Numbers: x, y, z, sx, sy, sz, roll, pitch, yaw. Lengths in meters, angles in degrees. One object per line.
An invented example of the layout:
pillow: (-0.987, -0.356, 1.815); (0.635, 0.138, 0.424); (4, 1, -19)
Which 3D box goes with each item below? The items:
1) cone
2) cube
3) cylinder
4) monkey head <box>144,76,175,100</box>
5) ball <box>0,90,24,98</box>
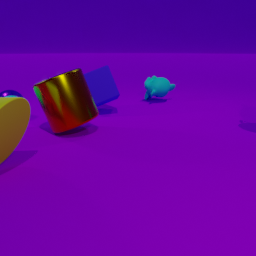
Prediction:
cone: (-2.900, -0.216, 5.171); (1.503, 1.497, 1.497); (27, 20, 5)
cube: (-1.023, -1.402, 9.861); (1.107, 1.107, 1.107); (-22, 2, -5)
cylinder: (-1.661, -0.748, 7.610); (1.375, 1.375, 1.375); (-20, 13, 5)
monkey head: (1.224, -1.589, 11.928); (1.008, 1.204, 1.673); (37, 40, 28)
ball: (-3.833, -0.776, 9.131); (0.940, 0.940, 0.940); (0, 16, 0)
